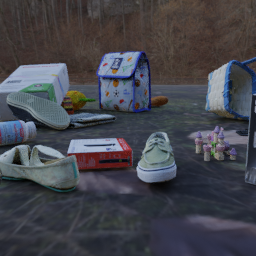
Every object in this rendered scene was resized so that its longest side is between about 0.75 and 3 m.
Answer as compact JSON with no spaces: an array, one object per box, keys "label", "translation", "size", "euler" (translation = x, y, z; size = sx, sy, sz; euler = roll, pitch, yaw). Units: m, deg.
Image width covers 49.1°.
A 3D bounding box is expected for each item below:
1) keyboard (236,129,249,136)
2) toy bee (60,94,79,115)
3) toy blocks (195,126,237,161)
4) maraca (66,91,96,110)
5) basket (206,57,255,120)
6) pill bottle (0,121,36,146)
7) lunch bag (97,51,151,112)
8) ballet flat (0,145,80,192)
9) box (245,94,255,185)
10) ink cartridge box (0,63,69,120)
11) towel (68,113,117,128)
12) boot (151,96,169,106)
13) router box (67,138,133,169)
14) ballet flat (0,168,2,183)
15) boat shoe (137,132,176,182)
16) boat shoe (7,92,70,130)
[{"label":"keyboard","translation":[3.660,0.117,7.991],"size":[1.105,0.114,0.702],"euler":[1,11,3]},{"label":"toy bee","translation":[-3.172,-1.337,12.539],"size":[2.410,1.310,1.578],"euler":[8,15,36]},{"label":"toy blocks","translation":[1.834,0.263,5.740],"size":[0.771,0.649,0.720],"euler":[-1,10,-4]},{"label":"maraca","translation":[-2.428,-1.333,13.488],"size":[1.721,0.921,1.180],"euler":[-1,5,2]},{"label":"basket","translation":[4.172,-1.415,10.135],"size":[1.770,2.244,2.545],"euler":[14,-9,-27]},{"label":"pill bottle","translation":[-2.808,0.111,6.810],"size":[1.021,0.555,0.555],"euler":[-9,14,-37]},{"label":"lunch bag","translation":[-0.205,-2.167,13.081],"size":[2.296,2.701,1.673],"euler":[9,13,36]},{"label":"ballet flat","translation":[-1.528,0.536,4.460],"size":[1.884,0.587,0.635],"euler":[5,11,26]},{"label":"box","translation":[2.615,0.100,4.630],"size":[1.762,1.389,0.438],"euler":[-10,14,-38]},{"label":"ink cartridge box","translation":[-3.651,-1.506,11.071],"size":[2.048,1.188,2.828],"euler":[-2,32,4]},{"label":"towel","translation":[-1.673,-0.344,9.848],"size":[1.805,0.324,1.875],"euler":[10,15,41]},{"label":"boot","translation":[1.302,-1.364,14.600],"size":[1.481,0.568,1.150],"euler":[4,11,17]},{"label":"router box","translation":[-0.559,0.470,5.415],"size":[1.127,0.307,1.256],"euler":[-2,8,-9]},{"label":"ballet flat","translation":[-2.385,0.949,1.854],"size":[2.959,1.004,1.114],"euler":[-10,37,-24]},{"label":"boat shoe","translation":[0.468,0.448,4.768],"size":[0.628,0.541,1.745],"euler":[-5,8,6]},{"label":"boat shoe","translation":[-2.896,-0.442,9.090],"size":[2.555,0.795,0.953],"euler":[21,37,24]}]
